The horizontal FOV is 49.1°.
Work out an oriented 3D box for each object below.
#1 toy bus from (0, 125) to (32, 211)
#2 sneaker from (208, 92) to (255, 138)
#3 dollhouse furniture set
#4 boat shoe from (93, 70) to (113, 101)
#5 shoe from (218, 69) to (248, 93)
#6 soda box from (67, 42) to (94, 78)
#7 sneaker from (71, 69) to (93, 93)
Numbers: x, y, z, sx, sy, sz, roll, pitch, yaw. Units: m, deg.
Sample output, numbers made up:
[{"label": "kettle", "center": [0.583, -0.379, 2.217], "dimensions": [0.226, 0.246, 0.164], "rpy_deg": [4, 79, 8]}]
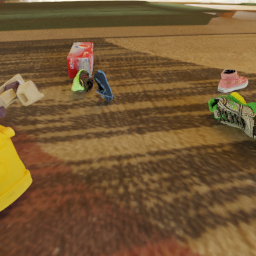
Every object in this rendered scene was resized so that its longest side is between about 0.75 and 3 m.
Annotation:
[{"label": "toy bus", "center": [-3.336, 0.401, 5.525], "dimensions": [2.325, 2.232, 1.578], "rpy_deg": [14, 34, 26]}, {"label": "sneaker", "center": [3.149, -0.320, 8.262], "dimensions": [1.052, 0.964, 2.469], "rpy_deg": [-10, 22, -3]}, {"label": "dollhouse furniture set", "center": [-3.578, -1.849, 7.777], "dimensions": [2.039, 2.573, 1.827], "rpy_deg": [-17, 26, 23]}, {"label": "boat shoe", "center": [-0.930, -1.400, 9.696], "dimensions": [0.531, 1.262, 0.433], "rpy_deg": [22, 57, 43]}, {"label": "shoe", "center": [4.249, -1.979, 11.131], "dimensions": [1.678, 0.763, 0.599], "rpy_deg": [-21, 36, -32]}, {"label": "soda box", "center": [-2.189, -3.275, 13.238], "dimensions": [1.027, 0.930, 2.933], "rpy_deg": [-2, 29, -3]}, {"label": "sneaker", "center": [-1.746, -1.777, 11.075], "dimensions": [0.754, 0.691, 1.800], "rpy_deg": [22, 27, -10]}]
